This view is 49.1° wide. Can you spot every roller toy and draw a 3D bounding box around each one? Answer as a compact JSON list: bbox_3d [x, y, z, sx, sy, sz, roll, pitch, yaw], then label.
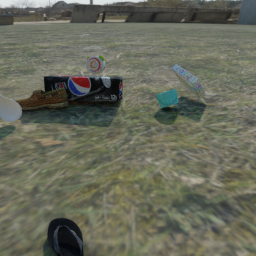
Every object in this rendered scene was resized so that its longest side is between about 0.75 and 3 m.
[{"bbox_3d":[-1.542,-3.016,13.405,0.921,0.840,0.644,1,12,11],"label":"roller toy"}]

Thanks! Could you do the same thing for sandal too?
[{"bbox_3d":[-0.951,1.920,4.505,0.558,0.314,1.467,-13,28,-21],"label":"sandal"}]

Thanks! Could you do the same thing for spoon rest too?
[{"bbox_3d":[-4.033,-0.840,8.973,0.735,1.478,0.448,-33,22,0],"label":"spoon rest"}]

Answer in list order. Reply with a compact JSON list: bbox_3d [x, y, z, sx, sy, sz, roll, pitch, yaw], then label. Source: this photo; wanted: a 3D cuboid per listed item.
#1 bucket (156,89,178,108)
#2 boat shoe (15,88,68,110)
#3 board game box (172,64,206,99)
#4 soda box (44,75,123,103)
[{"bbox_3d":[1.478,-1.100,10.435,0.816,0.531,0.816,-18,6,2],"label":"bucket"},{"bbox_3d":[-3.265,-1.114,10.415,2.037,0.692,0.733,-6,20,-5],"label":"boat shoe"},{"bbox_3d":[2.487,-1.909,11.439,0.261,1.027,1.528,-41,43,3],"label":"board game box"},{"bbox_3d":[-1.728,-1.573,11.031,2.956,0.936,1.046,3,15,8],"label":"soda box"}]
